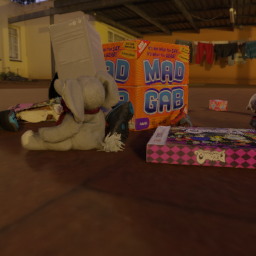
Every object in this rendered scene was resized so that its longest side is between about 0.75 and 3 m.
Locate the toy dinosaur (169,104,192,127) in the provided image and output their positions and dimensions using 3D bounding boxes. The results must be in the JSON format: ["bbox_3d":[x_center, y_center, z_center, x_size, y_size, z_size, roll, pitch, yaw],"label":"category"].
[{"bbox_3d":[1.404,-0.262,7.836,0.704,1.341,1.217,-13,-25,12],"label":"toy dinosaur"}]

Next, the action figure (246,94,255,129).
[{"bbox_3d":[4.394,-0.382,7.132,2.570,1.389,2.656,22,15,39],"label":"action figure"}]

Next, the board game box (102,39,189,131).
[{"bbox_3d":[0.263,-1.491,9.765,2.637,2.638,2.639,-10,14,-43],"label":"board game box"}]

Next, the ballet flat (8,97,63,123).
[{"bbox_3d":[-2.956,-0.546,10.091,2.585,0.894,0.920,-11,33,-28],"label":"ballet flat"}]

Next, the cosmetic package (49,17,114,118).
[{"bbox_3d":[-1.256,-1.548,8.102,1.233,2.734,1.460,-10,-6,11],"label":"cosmetic package"}]

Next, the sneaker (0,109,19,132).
[{"bbox_3d":[-3.732,-0.159,8.271,0.764,0.683,1.866,-13,6,-32],"label":"sneaker"}]

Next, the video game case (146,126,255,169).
[{"bbox_3d":[1.673,0.330,5.895,2.333,0.418,2.115,2,10,12],"label":"video game case"}]

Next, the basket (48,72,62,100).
[{"bbox_3d":[-2.433,-1.586,12.386,1.915,2.539,2.816,36,-8,-13],"label":"basket"}]

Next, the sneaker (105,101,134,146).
[{"bbox_3d":[-0.282,-0.079,6.931,0.600,0.536,1.465,-6,37,23],"label":"sneaker"}]

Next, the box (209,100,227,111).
[{"bbox_3d":[4.524,-1.146,14.068,0.505,0.484,1.013,-1,10,-7],"label":"box"}]

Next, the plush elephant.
[{"bbox_3d":[-1.119,-0.421,6.316,2.247,1.740,1.850,5,11,27],"label":"plush elephant"}]
